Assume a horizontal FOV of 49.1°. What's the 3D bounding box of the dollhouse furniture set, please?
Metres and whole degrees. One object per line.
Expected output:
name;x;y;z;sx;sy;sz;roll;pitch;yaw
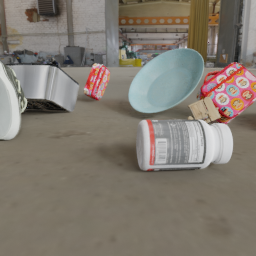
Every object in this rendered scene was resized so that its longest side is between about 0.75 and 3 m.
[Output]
dollhouse furniture set;1.593;-0.331;6.419;0.683;0.584;1.319;-24;-5;5

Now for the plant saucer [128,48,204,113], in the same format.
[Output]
plant saucer;1.247;-1.423;8.985;2.646;2.646;0.509;16;-22;46

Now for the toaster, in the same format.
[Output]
toaster;-2.896;-1.341;9.281;1.932;1.268;2.137;2;-11;14

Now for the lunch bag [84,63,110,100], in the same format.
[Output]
lunch bag;-1.320;-1.928;11.617;0.582;1.420;1.251;19;-2;17

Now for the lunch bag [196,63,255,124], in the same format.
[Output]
lunch bag;2.912;-1.102;8.211;1.711;1.507;0.701;-36;-16;-16

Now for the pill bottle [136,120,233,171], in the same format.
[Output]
pill bottle;0.934;0.286;4.820;1.492;0.865;0.865;0;15;-7

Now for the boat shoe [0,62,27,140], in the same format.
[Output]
boat shoe;-3.136;-0.824;7.319;0.934;1.037;2.934;25;28;-51
